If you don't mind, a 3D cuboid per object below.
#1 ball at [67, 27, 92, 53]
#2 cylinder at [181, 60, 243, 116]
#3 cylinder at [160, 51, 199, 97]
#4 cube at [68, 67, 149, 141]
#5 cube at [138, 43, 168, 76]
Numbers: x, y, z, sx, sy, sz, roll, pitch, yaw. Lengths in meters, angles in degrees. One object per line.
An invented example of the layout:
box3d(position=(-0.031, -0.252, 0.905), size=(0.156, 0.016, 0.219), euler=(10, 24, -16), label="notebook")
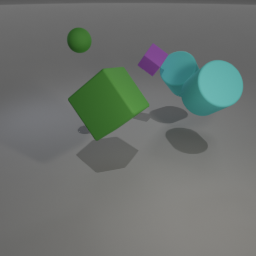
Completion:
box3d(position=(-1.394, -2.507, 8.018), size=(0.700, 0.700, 0.700), euler=(0, 28, 0), label="ball")
box3d(position=(2.535, -1.178, 8.636), size=(1.400, 1.400, 1.400), euler=(-6, -8, -11), label="cylinder")
box3d(position=(2.126, -2.091, 11.079), size=(1.400, 1.400, 1.400), euler=(15, -6, 27), label="cylinder")
box3d(position=(-0.495, -0.716, 7.828), size=(1.400, 1.400, 1.400), euler=(-35, -1, 25), label="cube")
box3d(position=(0.899, -2.466, 10.159), size=(0.700, 0.700, 0.700), euler=(35, 63, -5), label="cube")
